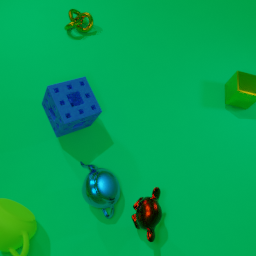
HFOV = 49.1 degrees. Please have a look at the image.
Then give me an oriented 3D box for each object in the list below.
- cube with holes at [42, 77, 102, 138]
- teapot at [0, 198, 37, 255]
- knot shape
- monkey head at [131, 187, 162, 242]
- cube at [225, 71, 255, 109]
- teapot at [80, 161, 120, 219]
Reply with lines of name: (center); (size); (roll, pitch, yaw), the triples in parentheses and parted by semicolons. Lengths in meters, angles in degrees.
cube with holes: (-1.553, -0.556, 7.604); (1.082, 1.082, 1.082); (-21, 80, -30)
teapot: (-2.795, 2.203, 6.291); (2.027, 1.261, 0.993); (27, 82, 37)
knot shape: (-1.787, -3.869, 10.015); (1.077, 0.498, 1.008); (-11, 59, -3)
monkey head: (0.555, 2.020, 6.548); (0.872, 0.730, 1.212); (24, 65, -31)
cube: (3.415, -1.125, 8.363); (0.753, 0.753, 0.753); (13, 63, -7)
teapot: (-0.747, 1.490, 7.000); (1.006, 0.792, 1.617); (-14, 75, -49)
